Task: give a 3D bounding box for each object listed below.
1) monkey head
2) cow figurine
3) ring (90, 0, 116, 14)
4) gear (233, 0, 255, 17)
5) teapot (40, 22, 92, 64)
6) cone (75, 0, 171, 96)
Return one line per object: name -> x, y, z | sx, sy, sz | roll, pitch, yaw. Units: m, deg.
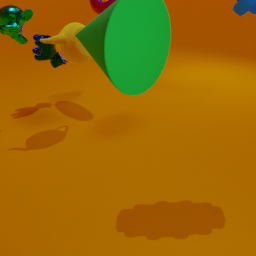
monkey head -> -2.723, -2.506, 6.769 | 1.180, 0.849, 0.711 | 6, 72, 29
cow figurine -> -2.259, -2.269, 8.275 | 1.044, 1.061, 0.582 | -8, 55, -27
ring -> -0.388, -4.024, 7.944 | 1.791, 1.791, 0.358 | 29, 1, 42
gear -> 2.121, -2.316, 4.066 | 1.681, 1.681, 0.311 | -6, -5, -10
teapot -> -1.319, -1.974, 6.627 | 0.753, 0.956, 1.538 | -1, 3, 34
cone -> -0.259, -1.019, 3.225 | 1.085, 1.081, 1.081 | 21, 35, 37
